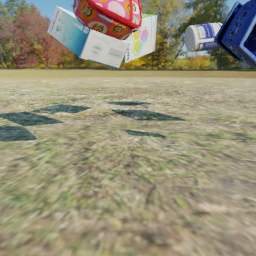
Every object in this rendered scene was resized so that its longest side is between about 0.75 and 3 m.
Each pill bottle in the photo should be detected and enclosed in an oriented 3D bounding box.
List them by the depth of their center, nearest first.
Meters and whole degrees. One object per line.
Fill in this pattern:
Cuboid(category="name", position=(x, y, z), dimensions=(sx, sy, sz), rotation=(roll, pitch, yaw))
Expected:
Cuboid(category="pill bottle", position=(2.982, -3.326, 10.250), dimensions=(1.630, 0.943, 0.943), rotation=(-9, 14, -11))

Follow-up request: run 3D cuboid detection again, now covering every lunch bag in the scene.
Cuboid(category="lunch bag", position=(-0.234, -1.950, 4.201), dimensions=(1.103, 1.253, 0.513), rotation=(14, -29, -35))

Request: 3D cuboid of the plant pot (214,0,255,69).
Cuboid(category="plant pot", position=(3.214, -2.454, 7.345), dimensions=(1.409, 1.409, 1.267), rotation=(25, 9, -31))

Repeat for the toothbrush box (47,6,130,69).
Cuboid(category="toothbrush box", position=(-0.978, -2.178, 6.755), dimensions=(1.220, 0.711, 1.666), rotation=(4, 31, -48))

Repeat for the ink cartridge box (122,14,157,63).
Cuboid(category="ink cartridge box", position=(0.002, -2.725, 8.547), dimensions=(0.657, 1.150, 2.215), rotation=(23, 38, 31))
